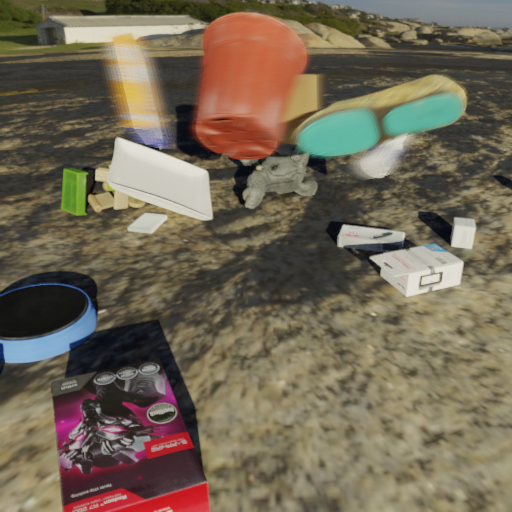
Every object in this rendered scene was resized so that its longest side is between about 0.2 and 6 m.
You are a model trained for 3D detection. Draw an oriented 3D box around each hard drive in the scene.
[{"bbox_3d":[-2.466,-0.752,12.763,0.577,0.117,0.875,7,28,13],"label":"hard drive"}]

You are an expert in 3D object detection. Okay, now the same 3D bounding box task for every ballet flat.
[{"bbox_3d":[2.066,-2.406,9.561,2.815,0.995,0.995,-11,23,16],"label":"ballet flat"}]

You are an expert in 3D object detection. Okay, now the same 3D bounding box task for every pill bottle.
[{"bbox_3d":[2.824,-2.317,12.317,0.622,0.622,1.121,23,70,39],"label":"pill bottle"}]

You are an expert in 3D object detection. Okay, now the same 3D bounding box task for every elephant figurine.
[{"bbox_3d":[0.714,-2.283,14.354,2.051,2.249,2.899,33,19,-36],"label":"elephant figurine"}]

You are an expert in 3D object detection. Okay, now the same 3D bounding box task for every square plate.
[{"bbox_3d":[-2.307,-1.823,13.542,2.500,0.359,2.524,18,30,-19],"label":"square plate"}]

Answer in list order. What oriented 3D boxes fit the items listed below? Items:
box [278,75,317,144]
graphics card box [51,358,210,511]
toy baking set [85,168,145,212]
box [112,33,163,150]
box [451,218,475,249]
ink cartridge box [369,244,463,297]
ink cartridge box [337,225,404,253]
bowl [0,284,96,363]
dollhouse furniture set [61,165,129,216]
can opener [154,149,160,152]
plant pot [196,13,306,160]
[{"bbox_3d":[0.748,-3.056,11.732,1.174,1.436,0.153,13,31,33],"label":"box"},{"bbox_3d":[-1.516,2.143,6.389,1.430,0.580,2.279,-10,27,-18],"label":"graphics card box"},{"bbox_3d":[-3.568,-1.800,14.696,2.232,0.338,2.908,3,32,-8],"label":"toy baking set"},{"bbox_3d":[-2.303,-3.148,11.121,0.431,2.077,1.236,-12,-3,-1],"label":"box"},{"bbox_3d":[4.349,-0.482,11.790,0.425,0.494,0.496,7,27,14],"label":"box"},{"bbox_3d":[2.889,0.270,10.251,1.481,0.502,0.859,-10,28,-19],"label":"ink cartridge box"},{"bbox_3d":[2.491,-0.461,11.991,1.323,0.288,1.148,8,29,15],"label":"ink cartridge box"},{"bbox_3d":[-3.514,1.001,8.937,1.862,0.366,1.862,0,27,0],"label":"bowl"},{"bbox_3d":[-3.510,-1.677,14.100,1.334,1.031,2.669,19,20,33],"label":"dollhouse furniture set"},{"bbox_3d":[-3.133,-3.097,17.244,0.435,0.351,1.108,3,27,8],"label":"can opener"},{"bbox_3d":[-0.191,-2.937,10.193,1.982,1.982,1.928,6,69,11],"label":"plant pot"}]
